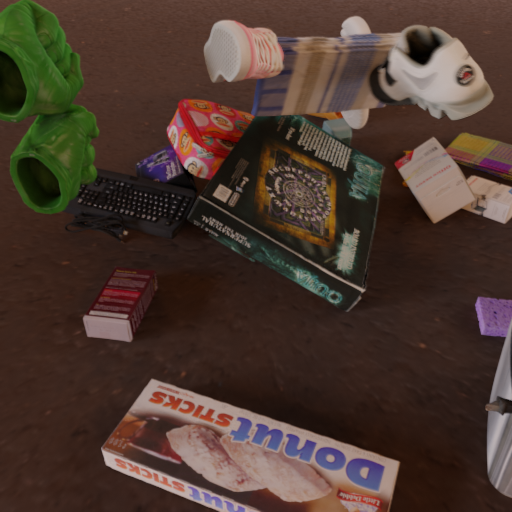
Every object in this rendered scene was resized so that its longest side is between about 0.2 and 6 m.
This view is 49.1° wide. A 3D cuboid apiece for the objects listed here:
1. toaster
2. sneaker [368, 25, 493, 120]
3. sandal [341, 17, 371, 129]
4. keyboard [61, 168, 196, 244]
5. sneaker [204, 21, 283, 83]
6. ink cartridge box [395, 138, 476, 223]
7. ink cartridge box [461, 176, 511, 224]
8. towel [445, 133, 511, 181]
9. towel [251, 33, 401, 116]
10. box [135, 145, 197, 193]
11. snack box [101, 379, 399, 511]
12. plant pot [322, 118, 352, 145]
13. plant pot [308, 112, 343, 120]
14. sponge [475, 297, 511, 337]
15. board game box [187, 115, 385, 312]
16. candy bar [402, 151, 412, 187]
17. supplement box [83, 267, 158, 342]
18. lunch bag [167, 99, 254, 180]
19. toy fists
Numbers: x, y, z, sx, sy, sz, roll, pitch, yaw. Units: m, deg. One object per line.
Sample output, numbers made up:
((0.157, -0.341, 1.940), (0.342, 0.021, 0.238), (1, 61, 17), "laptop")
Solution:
((4.253, 1.838, 6.984), (2.822, 1.675, 2.552), (13, 38, 18), "toaster")
((2.466, -2.986, 8.607), (1.035, 1.237, 2.794), (-36, 27, -3), "sneaker")
((2.207, -3.646, 11.517), (0.704, 2.863, 1.165), (-23, 67, -4), "sandal")
((-2.842, -1.076, 11.449), (3.012, 0.597, 1.568), (13, 69, 18), "keyboard")
((-0.056, -3.050, 8.304), (1.146, 0.825, 2.192), (-14, 15, -10), "sneaker")
((3.843, -1.631, 12.093), (1.031, 1.027, 1.419), (-33, 32, 18), "ink cartridge box")
((5.118, -1.261, 12.326), (1.157, 0.497, 0.847), (26, 42, 33), "ink cartridge box")
((6.022, -2.519, 14.299), (2.398, 0.273, 1.722), (25, 42, 29), "towel")
((1.361, -3.279, 10.212), (2.785, 2.045, 0.331), (-6, 70, -8), "towel")
((-2.048, -1.748, 12.569), (1.139, 0.636, 1.613), (-30, 37, 7), "box")
((-0.099, 2.593, 6.991), (3.494, 0.425, 1.256), (13, 38, 18), "snack box")
((2.185, -3.172, 14.912), (0.665, 0.667, 0.679), (-12, 49, -17), "plant pot")
((2.052, -4.587, 16.464), (1.202, 1.313, 1.313), (8, 33, 38), "plant pot")
((4.443, 1.064, 9.331), (1.400, 0.209, 0.781), (6, 35, 8), "sponge")
((0.913, -1.308, 11.136), (3.209, 0.668, 4.744), (30, 38, -4), "board game box")
((3.892, -2.216, 13.907), (0.490, 0.218, 1.966), (5, 36, 13), "candy bar")
((-2.264, 0.786, 9.517), (0.776, 0.434, 1.427), (6, 37, 9), "supplement box")
((-0.538, -2.369, 12.677), (2.651, 1.086, 2.336), (4, 44, -36), "lunch bag")
((-3.229, -2.254, 8.701), (1.087, 3.160, 1.611), (0, 43, 5), "toy fists")
